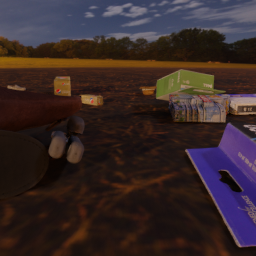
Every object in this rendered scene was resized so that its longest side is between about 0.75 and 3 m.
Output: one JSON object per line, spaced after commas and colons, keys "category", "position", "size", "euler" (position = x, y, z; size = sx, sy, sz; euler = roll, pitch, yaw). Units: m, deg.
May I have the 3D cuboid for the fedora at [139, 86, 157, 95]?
{"category": "fedora", "position": [0.971, -1.770, 13.218], "size": [0.892, 0.364, 0.892], "euler": [-4, 12, 1]}

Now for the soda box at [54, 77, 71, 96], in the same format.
{"category": "soda box", "position": [-3.086, -1.992, 13.279], "size": [0.713, 0.755, 2.229], "euler": [-3, 15, -12]}

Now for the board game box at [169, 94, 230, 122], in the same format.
{"category": "board game box", "position": [2.231, -0.634, 8.385], "size": [1.867, 0.576, 1.868], "euler": [0, 14, 4]}

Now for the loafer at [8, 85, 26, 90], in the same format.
{"category": "loafer", "position": [-5.720, -2.048, 14.367], "size": [0.930, 0.324, 0.325], "euler": [-1, 14, -3]}

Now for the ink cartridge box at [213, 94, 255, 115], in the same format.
{"category": "ink cartridge box", "position": [4.156, -0.846, 9.466], "size": [1.978, 0.429, 1.960], "euler": [-3, 15, -2]}

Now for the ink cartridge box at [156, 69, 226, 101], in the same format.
{"category": "ink cartridge box", "position": [2.045, -1.432, 9.536], "size": [1.266, 0.723, 2.438], "euler": [6, -4, -19]}

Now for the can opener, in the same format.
{"category": "can opener", "position": [-1.038, 0.096, 4.885], "size": [0.535, 0.671, 2.006], "euler": [19, -1, -14]}

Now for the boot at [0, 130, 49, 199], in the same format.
{"category": "boot", "position": [-2.667, 0.400, 3.985], "size": [2.523, 0.874, 2.197], "euler": [-2, 5, -35]}

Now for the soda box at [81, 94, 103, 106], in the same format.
{"category": "soda box", "position": [-1.362, -1.069, 10.587], "size": [0.938, 0.318, 0.300], "euler": [13, 19, 41]}

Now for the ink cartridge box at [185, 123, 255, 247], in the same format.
{"category": "ink cartridge box", "position": [2.446, 0.526, 3.874], "size": [2.824, 0.613, 2.798], "euler": [-1, 15, 0]}

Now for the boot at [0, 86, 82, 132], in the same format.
{"category": "boot", "position": [-1.869, -0.454, 4.643], "size": [2.490, 1.083, 2.993], "euler": [-11, -3, -37]}
